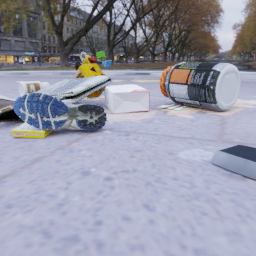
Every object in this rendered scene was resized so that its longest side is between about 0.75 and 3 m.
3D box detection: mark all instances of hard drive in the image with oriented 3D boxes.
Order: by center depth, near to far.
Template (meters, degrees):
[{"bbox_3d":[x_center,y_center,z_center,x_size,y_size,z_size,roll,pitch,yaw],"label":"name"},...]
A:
[{"bbox_3d":[2.199,0.592,4.770,0.888,0.279,1.316,-10,17,-34],"label":"hard drive"}]

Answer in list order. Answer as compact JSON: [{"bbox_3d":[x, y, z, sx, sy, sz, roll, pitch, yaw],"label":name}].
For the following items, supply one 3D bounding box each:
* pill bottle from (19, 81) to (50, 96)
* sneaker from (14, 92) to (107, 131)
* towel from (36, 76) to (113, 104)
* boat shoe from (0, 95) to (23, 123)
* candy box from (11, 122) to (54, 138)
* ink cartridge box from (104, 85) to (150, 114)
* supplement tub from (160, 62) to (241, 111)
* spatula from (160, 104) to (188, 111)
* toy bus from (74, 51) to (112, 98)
[{"bbox_3d":[-4.562,-1.906,13.738,1.345,0.769,0.769,-12,19,-40],"label":"pill bottle"},{"bbox_3d":[-1.763,-0.306,7.259,2.277,0.877,0.970,12,-6,-22],"label":"sneaker"},{"bbox_3d":[-2.499,-1.462,10.808,2.851,0.511,2.962,2,27,31],"label":"towel"},{"bbox_3d":[-3.257,-0.499,8.325,0.660,0.796,2.217,49,18,16],"label":"boat shoe"},{"bbox_3d":[-2.361,-0.034,7.416,0.799,0.206,1.563,1,14,2],"label":"candy box"},{"bbox_3d":[-0.141,-1.185,10.812,1.360,0.788,2.335,-4,16,-12],"label":"ink cartridge box"},{"bbox_3d":[2.655,-1.655,10.745,1.702,1.702,2.777,-11,19,-37],"label":"supplement tub"},{"bbox_3d":[1.811,-0.829,10.833,0.793,0.092,1.140,9,17,31],"label":"spatula"},{"bbox_3d":[-1.976,-2.572,13.505,2.293,2.164,1.185,13,19,40],"label":"toy bus"}]
